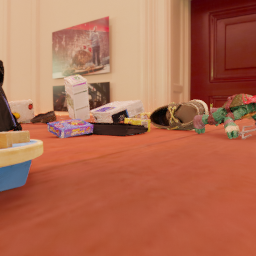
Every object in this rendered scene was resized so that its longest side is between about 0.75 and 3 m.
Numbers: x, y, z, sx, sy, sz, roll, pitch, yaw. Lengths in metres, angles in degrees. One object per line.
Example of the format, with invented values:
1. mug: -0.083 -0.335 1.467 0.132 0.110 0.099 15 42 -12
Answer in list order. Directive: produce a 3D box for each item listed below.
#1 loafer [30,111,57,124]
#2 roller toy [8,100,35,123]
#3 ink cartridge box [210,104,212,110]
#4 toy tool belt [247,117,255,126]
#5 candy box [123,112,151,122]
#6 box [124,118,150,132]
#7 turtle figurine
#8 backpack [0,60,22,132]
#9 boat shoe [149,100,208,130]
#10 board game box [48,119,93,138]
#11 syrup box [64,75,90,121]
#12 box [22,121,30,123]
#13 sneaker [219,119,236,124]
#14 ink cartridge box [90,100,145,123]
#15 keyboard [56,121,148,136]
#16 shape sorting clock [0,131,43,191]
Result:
1. loafer: -3.386 -0.318 11.220 1.315 0.467 0.480 -9 29 33
2. roller toy: -4.581 -0.664 11.769 1.240 0.950 1.359 -14 12 -40
3. ink cartridge box: 3.841 -0.652 12.416 0.324 0.855 0.632 1 4 11
4. toy tool belt: 4.084 -0.230 8.307 1.161 0.725 0.713 5 -27 22
5. candy box: 0.680 -0.492 13.003 1.645 0.455 0.950 -3 4 -39
6. box: 0.232 -0.098 7.702 0.500 0.333 1.329 0 3 -11
7. turtle figurine: 2.352 -0.242 5.886 1.422 0.956 1.899 -2 -2 -30
8. backpack: -2.968 -0.452 5.561 1.213 1.575 1.500 -17 9 -30
9. boat shoe: 1.343 -0.315 7.818 0.673 0.805 2.252 -1 -2 -22
10. board game box: -1.203 -0.005 5.873 0.784 0.176 0.527 -11 24 -43
11. syrup box: -2.053 -1.187 11.391 0.724 1.779 0.700 -21 39 -30
12. box: -4.930 -0.638 12.861 0.899 0.770 0.894 -1 4 -17
13. sneaker: 3.807 -0.320 11.348 1.212 0.364 0.632 -4 2 11
14. ink cartridge box: -0.595 -0.706 12.122 1.475 0.581 2.966 -24 14 -20
15. keyboard: -0.849 -0.014 6.721 2.370 0.304 1.423 1 4 34
16. shape sorting clock: -1.873 0.178 1.726 2.597 0.510 2.597 0 3 0
